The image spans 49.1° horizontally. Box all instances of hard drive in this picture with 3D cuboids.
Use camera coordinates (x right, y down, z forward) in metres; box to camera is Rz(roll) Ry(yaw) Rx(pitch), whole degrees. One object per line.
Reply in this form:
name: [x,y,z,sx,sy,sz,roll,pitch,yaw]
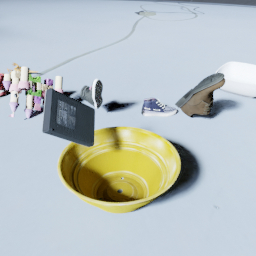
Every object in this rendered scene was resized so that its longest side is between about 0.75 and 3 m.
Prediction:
hard drive: [-1.242,-0.188,6.169,0.225,1.370,0.956,-14,67,32]

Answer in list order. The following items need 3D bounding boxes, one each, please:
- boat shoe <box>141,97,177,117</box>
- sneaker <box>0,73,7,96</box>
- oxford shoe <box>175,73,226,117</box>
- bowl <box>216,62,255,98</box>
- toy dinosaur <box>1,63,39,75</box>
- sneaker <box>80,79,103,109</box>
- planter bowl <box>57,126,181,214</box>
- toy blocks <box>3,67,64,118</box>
boat shoe: [1.161,-0.792,10.326,1.337,0.620,0.499,-4,33,-6]
sneaker: [-5.624,-2.126,12.173,0.743,0.874,2.016,-12,34,-18]
oxford shoe: [2.573,-1.032,9.340,0.887,2.441,1.030,-39,87,-22]
bowl: [4.991,-2.053,12.110,2.218,0.828,2.215,22,38,29]
toy dinosaur: [-5.254,-2.734,13.634,1.723,0.520,0.915,-15,60,-14]
sneaker: [-1.290,-1.250,9.511,0.771,1.556,0.550,29,67,9]
planter bowl: [-0.204,1.175,6.757,2.804,1.168,2.804,0,32,0]
toy blocks: [-3.591,-1.125,10.397,1.954,1.645,1.826,-3,-7,41]
